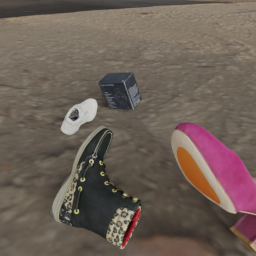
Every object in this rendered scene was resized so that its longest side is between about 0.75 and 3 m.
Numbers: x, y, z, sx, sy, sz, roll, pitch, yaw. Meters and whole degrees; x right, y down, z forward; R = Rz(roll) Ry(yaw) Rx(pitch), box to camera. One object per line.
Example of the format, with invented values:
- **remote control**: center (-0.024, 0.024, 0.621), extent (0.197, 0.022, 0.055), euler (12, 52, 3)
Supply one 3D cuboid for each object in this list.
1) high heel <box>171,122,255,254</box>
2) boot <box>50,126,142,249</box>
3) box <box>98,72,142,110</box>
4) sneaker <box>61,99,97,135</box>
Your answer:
- **high heel**: center (1.736, 0.627, 3.813), extent (1.417, 2.954, 0.995), euler (-45, 26, -6)
- **boot**: center (-0.315, 0.926, 4.672), extent (1.363, 0.651, 1.804), euler (18, 69, 23)
- **box**: center (-0.232, -1.118, 8.486), extent (0.975, 0.959, 0.605), euler (5, 43, 33)
- **sneaker**: center (-1.258, -0.422, 7.747), extent (0.540, 0.718, 1.441), euler (33, 49, 5)
